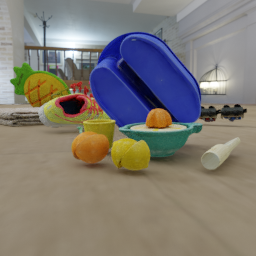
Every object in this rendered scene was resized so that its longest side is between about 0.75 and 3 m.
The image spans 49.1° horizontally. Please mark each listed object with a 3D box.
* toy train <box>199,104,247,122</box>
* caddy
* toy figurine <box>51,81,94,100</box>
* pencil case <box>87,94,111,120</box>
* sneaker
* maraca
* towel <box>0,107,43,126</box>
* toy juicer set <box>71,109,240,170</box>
[{"bbox_3d":[2.381,-0.390,8.292,2.136,0.489,0.364,-1,43,29],"label":"toy train"},{"bbox_3d":[0.316,-0.618,4.557,1.393,1.970,1.034,-40,8,16],"label":"caddy"},{"bbox_3d":[-1.231,-0.656,8.182,1.118,0.984,1.866,29,36,21],"label":"toy figurine"},{"bbox_3d":[-0.714,-0.710,9.835,2.237,0.978,0.978,3,7,21],"label":"pencil case"},{"bbox_3d":[-1.038,-0.447,6.743,2.017,0.788,0.911,-10,-16,-39],"label":"sneaker"},{"bbox_3d":[-3.851,-1.672,12.439,2.922,2.003,1.563,29,28,-4],"label":"maraca"},{"bbox_3d":[-3.555,-0.441,9.332,2.891,0.498,1.916,6,8,44],"label":"towel"},{"bbox_3d":[0.357,0.080,3.413,2.190,0.596,1.393,1,8,10],"label":"toy juicer set"}]
